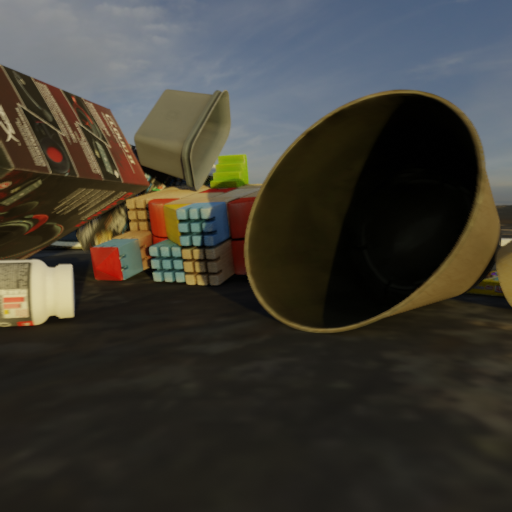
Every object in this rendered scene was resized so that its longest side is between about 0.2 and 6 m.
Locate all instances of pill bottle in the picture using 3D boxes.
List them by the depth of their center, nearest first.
[{"bbox_3d":[-1.765,0.269,4.051,0.840,0.486,0.486,-1,4,-16],"label":"pill bottle"}]

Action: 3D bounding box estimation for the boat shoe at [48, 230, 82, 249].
[{"bbox_3d":[-3.597,-0.623,12.946,2.993,0.926,1.121,-1,4,-14],"label":"boat shoe"}]

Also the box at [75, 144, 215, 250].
[{"bbox_3d":[-1.643,-0.788,8.969,1.848,1.862,0.463,6,42,-46],"label":"box"}]

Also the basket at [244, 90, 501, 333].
[{"bbox_3d":[1.165,-0.209,4.521,1.837,1.386,2.038,-43,-25,23],"label":"basket"}]

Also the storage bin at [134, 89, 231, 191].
[{"bbox_3d":[-0.987,-1.614,7.564,0.896,1.334,0.971,16,-33,12],"label":"storage bin"}]

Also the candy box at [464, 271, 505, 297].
[{"bbox_3d":[2.692,0.285,5.948,0.663,0.171,1.298,7,8,40],"label":"candy box"}]

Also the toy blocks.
[{"bbox_3d":[-0.477,-0.333,7.061,3.335,1.666,2.280,1,15,22],"label":"toy blocks"}]

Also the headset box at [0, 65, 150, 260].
[{"bbox_3d":[-3.003,-0.800,6.500,2.539,1.282,3.417,-28,-1,11],"label":"headset box"}]

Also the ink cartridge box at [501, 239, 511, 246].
[{"bbox_3d":[6.589,-0.339,14.229,0.726,0.184,0.824,-5,7,-43],"label":"ink cartridge box"}]

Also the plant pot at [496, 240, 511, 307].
[{"bbox_3d":[2.540,0.043,4.326,1.160,1.087,1.087,-20,-10,41],"label":"plant pot"}]
